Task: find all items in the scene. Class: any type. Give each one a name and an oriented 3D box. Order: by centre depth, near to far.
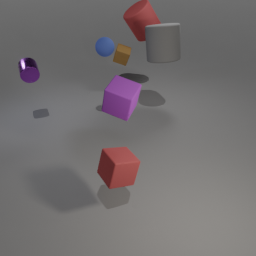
[{"bbox_3d":[-0.236,0.934,6.718,0.700,0.700,0.700,-2,28,-33],"label":"cube"},{"bbox_3d":[-0.160,-0.733,6.831,0.700,0.700,0.700,22,46,8],"label":"cube"},{"bbox_3d":[-0.847,-2.963,10.244,0.700,0.700,0.700,0,30,0],"label":"ball"},{"bbox_3d":[-3.726,-2.170,10.527,0.700,0.700,0.700,-11,48,-19],"label":"cylinder"},{"bbox_3d":[1.429,-3.477,11.434,1.400,1.400,1.400,-5,23,2],"label":"cylinder"},{"bbox_3d":[0.707,-5.197,13.590,1.400,1.400,1.400,-24,39,22],"label":"cylinder"},{"bbox_3d":[-0.295,-3.675,14.021,0.700,0.700,0.700,17,46,-10],"label":"cube"}]
